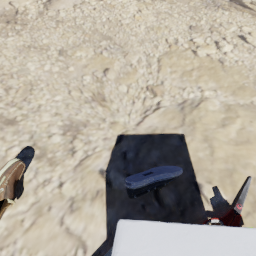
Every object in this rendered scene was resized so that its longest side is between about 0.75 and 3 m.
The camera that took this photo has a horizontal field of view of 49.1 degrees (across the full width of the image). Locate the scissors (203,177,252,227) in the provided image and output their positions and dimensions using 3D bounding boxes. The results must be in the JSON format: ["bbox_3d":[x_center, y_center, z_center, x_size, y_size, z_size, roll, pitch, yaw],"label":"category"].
[{"bbox_3d":[2.282,1.762,5.752,1.992,0.139,0.729,-30,60,-32],"label":"scissors"}]

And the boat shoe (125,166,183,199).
[{"bbox_3d":[0.568,1.143,6.042,1.439,0.407,0.494,-10,14,-29],"label":"boat shoe"}]

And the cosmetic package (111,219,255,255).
[{"bbox_3d":[0.700,2.444,2.937,1.842,2.214,1.853,2,35,8],"label":"cosmetic package"}]

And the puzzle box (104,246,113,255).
[{"bbox_3d":[0.397,2.889,4.591,2.214,0.281,1.473,34,56,27],"label":"puzzle box"}]

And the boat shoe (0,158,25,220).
[{"bbox_3d":[-2.537,1.418,5.751,0.610,0.609,1.649,20,64,14],"label":"boat shoe"}]
